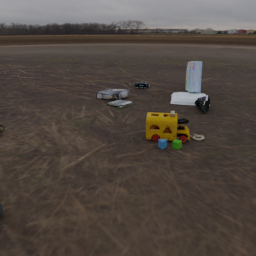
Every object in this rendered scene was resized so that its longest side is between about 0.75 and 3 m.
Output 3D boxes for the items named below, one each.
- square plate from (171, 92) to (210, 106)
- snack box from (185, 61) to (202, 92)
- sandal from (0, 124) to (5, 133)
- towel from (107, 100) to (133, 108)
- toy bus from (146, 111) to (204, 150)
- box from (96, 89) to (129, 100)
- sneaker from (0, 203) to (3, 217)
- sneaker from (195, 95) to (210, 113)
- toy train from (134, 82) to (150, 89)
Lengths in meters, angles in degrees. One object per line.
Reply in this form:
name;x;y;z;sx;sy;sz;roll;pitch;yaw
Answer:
square plate;3.041;-1.478;13.805;1.808;0.260;1.826;4;21;9
snack box;3.456;-2.720;14.824;0.626;1.559;1.849;2;10;4
sandal;-4.699;0.119;9.673;1.007;0.275;0.411;-13;52;7
towel;-0.392;-1.172;13.136;0.894;0.160;0.928;16;26;36
toy bus;1.412;-0.090;9.297;1.774;0.917;1.674;-17;26;-35
box;-0.762;-1.723;14.203;1.344;0.325;1.064;7;20;28
sneaker;-3.732;1.346;5.557;2.480;0.983;0.935;0;23;4
sneaker;3.237;-1.012;12.372;0.612;0.529;1.398;-6;20;25
toy train;0.818;-2.478;16.258;0.911;0.388;0.519;4;12;11
